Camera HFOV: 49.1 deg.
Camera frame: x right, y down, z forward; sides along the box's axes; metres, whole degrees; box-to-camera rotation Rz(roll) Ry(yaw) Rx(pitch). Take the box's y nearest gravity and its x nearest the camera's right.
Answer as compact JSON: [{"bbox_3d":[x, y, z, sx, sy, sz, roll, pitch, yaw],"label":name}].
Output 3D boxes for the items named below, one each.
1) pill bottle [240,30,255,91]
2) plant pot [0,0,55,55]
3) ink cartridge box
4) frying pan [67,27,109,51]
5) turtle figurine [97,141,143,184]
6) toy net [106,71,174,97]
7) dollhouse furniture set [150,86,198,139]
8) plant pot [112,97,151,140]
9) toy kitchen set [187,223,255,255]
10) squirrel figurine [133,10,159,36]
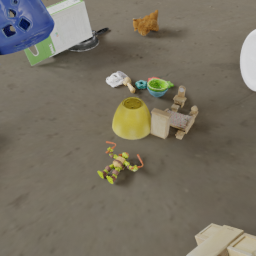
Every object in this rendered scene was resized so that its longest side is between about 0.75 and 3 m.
[{"bbox_3d":[4.172,-1.687,6.620,2.540,1.472,1.472,-6,42,-6],"label":"pill bottle"},{"bbox_3d":[-3.131,-2.653,6.492,1.890,2.102,2.102,-39,18,-11],"label":"plant pot"},{"bbox_3d":[-2.968,-3.882,11.147,2.947,1.530,0.874,-34,51,-20],"label":"ink cartridge box"},{"bbox_3d":[-1.647,-4.057,12.566,2.604,0.424,1.575,-26,48,-22],"label":"frying pan"},{"bbox_3d":[-0.302,0.877,6.932,1.179,0.380,0.951,33,58,21],"label":"turtle figurine"},{"bbox_3d":[0.355,-1.685,9.776,2.359,0.456,1.238,18,45,20],"label":"toy net"},{"bbox_3d":[1.468,-0.492,8.173,0.924,0.789,1.783,21,45,23],"label":"dollhouse furniture set"},{"bbox_3d":[0.127,-0.378,8.001,1.188,0.843,1.188,0,41,0],"label":"plant pot"},{"bbox_3d":[1.769,2.557,4.969,1.039,1.149,1.274,-23,6,-28],"label":"toy kitchen set"},{"bbox_3d":[0.797,-4.890,13.131,1.200,0.910,1.286,1,38,12],"label":"squirrel figurine"}]
